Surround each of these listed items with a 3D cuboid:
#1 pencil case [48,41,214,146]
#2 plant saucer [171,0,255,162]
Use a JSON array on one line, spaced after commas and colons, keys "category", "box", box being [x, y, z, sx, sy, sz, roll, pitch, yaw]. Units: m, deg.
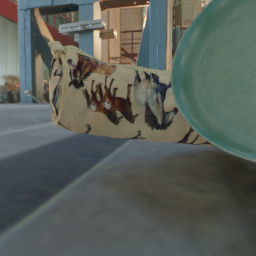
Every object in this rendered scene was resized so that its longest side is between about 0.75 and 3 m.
[{"category": "pencil case", "box": [0.202, -0.452, 4.213, 2.849, 1.274, 1.108, 7, 20, -20]}, {"category": "plant saucer", "box": [1.635, -0.749, 2.621, 2.535, 2.535, 0.347, 5, -26, 39]}]
